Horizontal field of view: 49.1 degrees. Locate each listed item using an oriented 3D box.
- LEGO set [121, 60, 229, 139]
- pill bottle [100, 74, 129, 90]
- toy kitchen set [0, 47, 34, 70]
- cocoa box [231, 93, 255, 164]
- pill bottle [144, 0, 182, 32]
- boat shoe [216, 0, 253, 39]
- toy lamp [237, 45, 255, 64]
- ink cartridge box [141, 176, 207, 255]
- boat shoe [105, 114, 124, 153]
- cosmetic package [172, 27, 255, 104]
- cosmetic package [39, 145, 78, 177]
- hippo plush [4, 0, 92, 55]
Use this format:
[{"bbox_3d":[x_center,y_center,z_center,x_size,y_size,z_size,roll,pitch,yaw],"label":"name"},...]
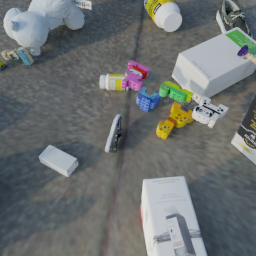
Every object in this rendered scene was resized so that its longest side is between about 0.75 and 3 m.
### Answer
[{"bbox_3d":[0.945,-0.489,7.386,2.866,1.093,1.176,29,56,15],"label":"LEGO set"},{"bbox_3d":[-0.407,-1.387,8.471,0.854,0.488,0.488,2,50,1],"label":"pill bottle"},{"bbox_3d":[-3.778,-2.142,9.171,0.980,0.577,0.785,0,48,27],"label":"toy kitchen set"},{"bbox_3d":[4.225,0.311,6.116,1.953,1.921,2.928,-28,56,-21],"label":"cocoa box"},{"bbox_3d":[1.354,-4.464,10.682,0.997,0.997,1.772,-14,51,-11],"label":"pill bottle"},{"bbox_3d":[3.881,-3.939,10.322,0.872,0.858,2.419,-10,50,-6],"label":"boat shoe"},{"bbox_3d":[3.774,-1.819,7.960,1.399,0.407,0.407,35,53,-9],"label":"toy lamp"},{"bbox_3d":[0.771,2.061,4.996,0.827,1.421,1.951,-4,50,-4],"label":"ink cartridge box"},{"bbox_3d":[-0.275,0.152,7.122,0.350,0.370,1.057,15,63,5],"label":"boat shoe"},{"bbox_3d":[2.737,-1.927,8.498,2.470,1.048,1.329,-29,65,-23],"label":"cosmetic package"},{"bbox_3d":[-1.676,0.793,6.783,0.851,0.315,0.432,26,55,17],"label":"cosmetic package"},{"bbox_3d":[-2.842,-3.638,9.700,2.957,2.355,2.377,30,84,32],"label":"hippo plush"}]
